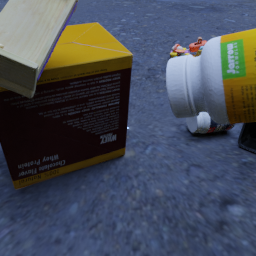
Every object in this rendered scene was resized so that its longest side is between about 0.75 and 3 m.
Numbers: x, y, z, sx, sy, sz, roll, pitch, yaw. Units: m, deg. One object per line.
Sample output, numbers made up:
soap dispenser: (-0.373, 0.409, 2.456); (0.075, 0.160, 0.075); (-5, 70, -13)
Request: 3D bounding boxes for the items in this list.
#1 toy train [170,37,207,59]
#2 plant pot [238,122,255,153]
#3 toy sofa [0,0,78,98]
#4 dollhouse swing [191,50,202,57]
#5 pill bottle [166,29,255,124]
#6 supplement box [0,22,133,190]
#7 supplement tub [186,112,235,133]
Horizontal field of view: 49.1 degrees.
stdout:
toy train: (2.798, -3.446, 12.498); (1.967, 0.728, 2.619); (-5, 33, 18)
plant pot: (4.673, -0.503, 7.109); (2.507, 2.501, 2.224); (24, 31, 32)
toy sofa: (-1.386, -1.409, 4.040); (0.831, 0.979, 2.006); (22, 58, -12)
dollhouse swing: (3.173, -3.388, 12.573); (1.082, 1.119, 1.231); (35, 46, 23)
pill bottle: (1.595, -0.650, 3.556); (2.073, 1.151, 1.151); (-6, 30, 24)
supplement box: (-1.615, -0.563, 6.455); (2.795, 2.834, 1.881); (-16, 43, -22)
supplement tub: (2.371, -0.295, 8.006); (1.202, 0.844, 0.844); (-7, 34, -12)
